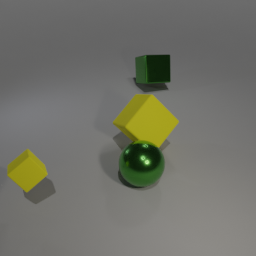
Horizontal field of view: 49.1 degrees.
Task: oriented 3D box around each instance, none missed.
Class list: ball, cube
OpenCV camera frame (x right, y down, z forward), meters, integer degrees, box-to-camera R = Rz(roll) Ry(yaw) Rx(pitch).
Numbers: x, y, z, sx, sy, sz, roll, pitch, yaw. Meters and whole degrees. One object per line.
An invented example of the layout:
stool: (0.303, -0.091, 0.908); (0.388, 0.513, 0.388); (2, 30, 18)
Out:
ball: (0.416, 1.067, 8.463); (1.400, 1.400, 1.400); (0, 32, 0)
cube: (-2.634, 1.098, 7.321); (0.700, 0.700, 0.700); (-41, 25, -8)
cube: (1.284, -3.052, 14.620); (1.400, 1.400, 1.400); (-6, 11, -19)
cube: (0.580, -0.199, 9.664); (1.400, 1.400, 1.400); (-51, 20, -8)
